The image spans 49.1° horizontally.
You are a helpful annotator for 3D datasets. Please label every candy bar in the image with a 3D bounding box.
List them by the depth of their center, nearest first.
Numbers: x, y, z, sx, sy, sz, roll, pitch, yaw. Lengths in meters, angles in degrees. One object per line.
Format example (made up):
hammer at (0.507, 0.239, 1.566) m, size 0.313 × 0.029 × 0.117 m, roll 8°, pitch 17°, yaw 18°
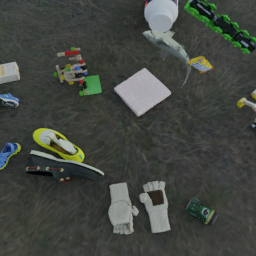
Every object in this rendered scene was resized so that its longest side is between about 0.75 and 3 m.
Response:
candy bar at (2.389, -2.070, 9.138) m, size 0.527 × 2.113 × 0.234 m, roll -14°, pitch 87°, yaw 25°

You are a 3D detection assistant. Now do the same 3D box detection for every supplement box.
supplement box at (-5.558, -2.455, 12.611) m, size 1.186 × 0.436 × 0.748 m, roll -13°, pitch 63°, yaw -7°

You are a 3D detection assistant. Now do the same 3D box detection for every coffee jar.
coffee jar at (2.583, 2.938, 9.783) m, size 1.040 × 0.444 × 0.542 m, roll 32°, pitch 66°, yaw 16°

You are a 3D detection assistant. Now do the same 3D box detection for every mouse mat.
mouse mat at (-1.635, -1.927, 12.568) m, size 0.839 × 0.039 × 1.042 m, roll -10°, pitch 64°, yaw -5°

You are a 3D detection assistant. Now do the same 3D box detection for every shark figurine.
shark figurine at (1.628, -2.729, 10.441) m, size 2.327 × 0.971 × 1.390 m, roll 46°, pitch 45°, yaw 10°

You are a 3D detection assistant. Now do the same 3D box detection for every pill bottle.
pill bottle at (1.660, -6.181, 13.888) m, size 1.626 × 1.626 × 2.892 m, roll 5°, pitch 62°, yaw 3°

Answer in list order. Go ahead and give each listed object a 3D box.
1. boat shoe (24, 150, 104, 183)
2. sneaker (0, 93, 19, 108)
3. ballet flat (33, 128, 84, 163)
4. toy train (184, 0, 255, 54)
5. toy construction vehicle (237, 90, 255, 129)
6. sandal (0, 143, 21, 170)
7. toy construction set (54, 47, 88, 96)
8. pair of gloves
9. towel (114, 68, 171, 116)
boat shoe at (-2.324, 1.585, 10.189) m, size 2.907 × 1.063 × 0.911 m, roll 11°, pitch 67°, yaw 9°
sneaker at (-5.242, -1.228, 11.962) m, size 1.171 × 0.460 × 0.522 m, roll 16°, pitch 39°, yaw -11°
ballet flat at (-2.721, 0.552, 10.826) m, size 2.423 × 0.812 × 0.810 m, roll 30°, pitch 65°, yaw 15°
toy train at (2.985, -3.266, 8.977) m, size 2.793 × 0.788 × 0.583 m, roll 28°, pitch 102°, yaw -19°
toy construction vehicle at (5.937, -0.759, 11.514) m, size 1.986 × 0.803 × 2.281 m, roll -34°, pitch 68°, yaw -17°
sandal at (-4.740, 1.030, 10.725) m, size 0.518 × 0.568 × 1.304 m, roll 30°, pitch 68°, yaw 13°
toy construction set at (-2.586, -2.498, 11.938) m, size 1.451 × 1.888 × 1.574 m, roll -7°, pitch 52°, yaw 3°
pair of gloves at (0.371, 2.781, 9.911) m, size 2.133 × 0.374 × 1.813 m, roll -2°, pitch 63°, yaw 0°
towel at (0.614, -1.585, 12.241) m, size 1.873 × 0.302 × 1.789 m, roll -36°, pitch 67°, yaw -17°
